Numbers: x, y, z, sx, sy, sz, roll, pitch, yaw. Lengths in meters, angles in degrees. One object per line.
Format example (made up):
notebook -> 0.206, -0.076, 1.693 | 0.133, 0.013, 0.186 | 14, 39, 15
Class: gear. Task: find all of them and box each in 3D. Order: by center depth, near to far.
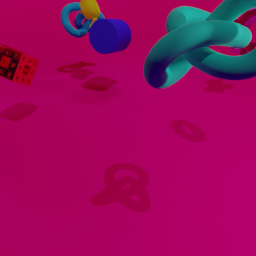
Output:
gear -> 2.496, -1.841, 5.300 | 1.129, 1.129, 0.209 | 31, 5, 41

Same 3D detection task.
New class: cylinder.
cylinder -> -0.567, -3.025, 9.225 | 1.073, 1.073, 1.073 | 13, 23, 21

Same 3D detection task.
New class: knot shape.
knot shape -> 0.928, -0.929, 2.854 | 1.381, 0.682, 1.476 | 4, 41, 46
knot shape -> -1.593, -4.418, 10.730 | 0.877, 1.776, 1.898 | 42, 33, 21

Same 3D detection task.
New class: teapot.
teapot -> -1.289, -3.905, 9.259 | 0.605, 1.236, 0.768 | -19, 3, 14

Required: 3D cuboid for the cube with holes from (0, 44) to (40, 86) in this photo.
cube with holes -> -2.981, -1.646, 7.382 | 0.768, 0.768, 0.768 | 23, 5, 14
